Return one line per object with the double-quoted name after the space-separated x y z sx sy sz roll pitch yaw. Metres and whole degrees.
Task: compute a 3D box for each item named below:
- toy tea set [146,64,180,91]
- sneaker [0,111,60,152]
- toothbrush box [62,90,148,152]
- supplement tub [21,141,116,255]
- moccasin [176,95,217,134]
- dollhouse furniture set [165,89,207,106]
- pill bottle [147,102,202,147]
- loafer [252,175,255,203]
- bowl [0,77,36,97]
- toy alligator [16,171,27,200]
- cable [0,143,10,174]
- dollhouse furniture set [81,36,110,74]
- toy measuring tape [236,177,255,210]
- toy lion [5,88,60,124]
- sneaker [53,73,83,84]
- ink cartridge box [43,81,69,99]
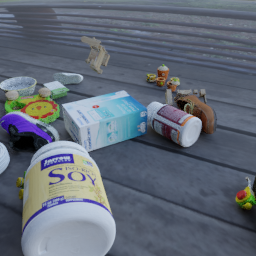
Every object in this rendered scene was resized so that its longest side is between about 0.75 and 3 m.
1.943 -2.641 14.366 1.287 0.801 2.165 -21 37 -30 "toy tea set"
-3.752 0.196 9.728 2.525 0.878 1.256 16 36 23 "sneaker"
-0.862 -0.325 10.349 2.616 1.116 1.915 -17 35 -22 "toothbrush box"
-1.434 1.649 6.446 1.866 1.866 2.566 -9 34 -14 "supplement tub"
2.593 -0.579 10.850 1.071 1.015 2.775 -7 33 -7 "moccasin"
2.488 -1.198 12.274 1.682 0.872 0.745 -2 72 -3 "dollhouse furniture set"
1.557 -0.192 10.143 1.112 1.112 1.947 -25 40 -34 "pill bottle"
3.649 1.957 6.911 0.775 0.874 2.300 2 32 13 "loafer"
-5.010 -1.733 12.958 1.597 0.750 1.597 1 31 0 "bowl"
-2.636 1.862 7.527 0.563 0.408 1.698 12 29 -37 "toy alligator"
-4.618 1.034 8.630 1.757 0.608 1.757 15 35 22 "cable"
-1.520 -3.059 11.907 0.884 1.035 1.996 21 -1 8 "dollhouse furniture set"
3.168 1.798 7.627 0.486 0.486 1.321 9 24 14 "toy measuring tape"
-3.976 -0.798 11.640 2.183 0.749 2.092 -6 40 -10 "toy lion"
-3.137 -2.610 14.664 1.531 0.585 0.616 7 22 1 "sneaker"
-3.381 -1.755 13.303 0.734 0.419 1.413 -21 38 -30 "ink cartridge box"
